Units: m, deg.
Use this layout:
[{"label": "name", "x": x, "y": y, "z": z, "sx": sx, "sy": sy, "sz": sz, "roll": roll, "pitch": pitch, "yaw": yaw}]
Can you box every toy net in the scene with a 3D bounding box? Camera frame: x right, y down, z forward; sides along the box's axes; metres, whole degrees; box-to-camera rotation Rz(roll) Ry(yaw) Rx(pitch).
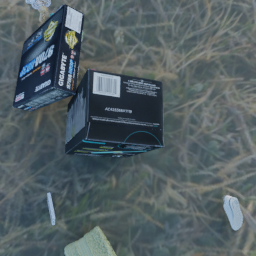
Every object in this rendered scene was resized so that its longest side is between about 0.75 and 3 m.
[{"label": "toy net", "x": -2.170, "y": -3.170, "z": 8.036, "sx": 1.081, "sy": 2.061, "sz": 0.398, "roll": -7, "pitch": 56, "yaw": 23}]

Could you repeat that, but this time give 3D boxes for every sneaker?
[{"label": "sneaker", "x": 2.854, "y": 2.316, "z": 7.683, "sx": 0.367, "sy": 0.387, "sz": 0.961, "roll": -14, "pitch": 96, "yaw": -29}]

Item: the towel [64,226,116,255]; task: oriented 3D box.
[{"label": "towel", "x": -0.853, "y": 3.543, "z": 7.209, "sx": 1.251, "sy": 0.308, "sz": 1.686, "roll": -33, "pitch": 61, "yaw": -3}]

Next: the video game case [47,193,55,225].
[{"label": "video game case", "x": -2.032, "y": 2.155, "z": 7.411, "sx": 0.084, "sy": 0.937, "sz": 0.671, "roll": -10, "pitch": 65, "yaw": -20}]

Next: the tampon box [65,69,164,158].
[{"label": "tampon box", "x": -0.448, "y": -0.170, "z": 6.982, "sx": 1.820, "sy": 2.428, "sz": 1.533, "roll": 6, "pitch": 76, "yaw": -21}]

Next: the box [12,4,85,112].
[{"label": "box", "x": -2.208, "y": -1.719, "z": 7.558, "sx": 0.622, "sy": 2.704, "sz": 2.149, "roll": 14, "pitch": 75, "yaw": -39}]
